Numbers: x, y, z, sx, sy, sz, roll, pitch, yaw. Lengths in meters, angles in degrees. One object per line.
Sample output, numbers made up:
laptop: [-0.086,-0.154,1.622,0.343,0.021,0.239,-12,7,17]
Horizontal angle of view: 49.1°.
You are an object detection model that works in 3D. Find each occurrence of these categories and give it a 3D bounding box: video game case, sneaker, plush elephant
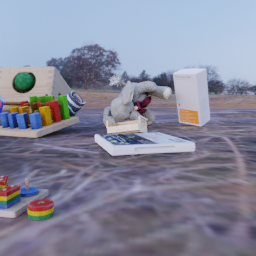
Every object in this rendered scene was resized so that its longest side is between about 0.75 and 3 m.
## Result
video game case: [0.216,0.262,5.113,1.414,0.182,1.555,-1,6,-16]
sneaker: [-2.013,-0.737,10.019,0.699,1.082,1.995,43,2,-3]
plush elephant: [0.127,-0.698,8.892,2.120,1.642,1.746,31,-44,-9]

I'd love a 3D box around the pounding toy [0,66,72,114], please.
pounding toy: [-3.984,-1.115,11.005,2.662,2.056,2.892,1,-16,6]

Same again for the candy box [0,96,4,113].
candy box: [-3.889,-0.681,7.492,0.477,1.047,1.238,-19,42,6]

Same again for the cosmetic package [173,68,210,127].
cosmetic package: [2.158,-1.036,9.429,0.921,1.816,0.647,12,32,44]

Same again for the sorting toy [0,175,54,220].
sorting toy: [-1.028,0.516,2.255,1.075,0.182,0.518,1,5,11]

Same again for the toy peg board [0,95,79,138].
toy peg board: [-2.416,-0.372,7.239,1.620,0.792,1.613,2,15,28]

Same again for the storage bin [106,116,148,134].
storage bin: [-0.007,-0.027,6.148,0.756,0.354,0.751,-6,-8,17]
